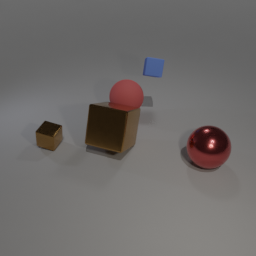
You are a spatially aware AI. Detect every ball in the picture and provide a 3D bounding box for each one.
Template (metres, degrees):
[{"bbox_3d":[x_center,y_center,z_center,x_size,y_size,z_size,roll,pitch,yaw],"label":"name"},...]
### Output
[{"bbox_3d":[2.608,0.614,9.076,1.400,1.400,1.400,0,33,0],"label":"ball"},{"bbox_3d":[-0.061,-1.270,11.400,1.400,1.400,1.400,0,33,0],"label":"ball"}]

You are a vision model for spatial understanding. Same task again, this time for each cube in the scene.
[{"bbox_3d":[-0.509,-0.081,9.790,1.400,1.400,1.400,12,13,18],"label":"cube"},{"bbox_3d":[-2.829,0.276,10.092,0.700,0.700,0.700,16,40,7],"label":"cube"},{"bbox_3d":[1.020,-2.438,11.322,0.700,0.700,0.700,8,9,-5],"label":"cube"}]
